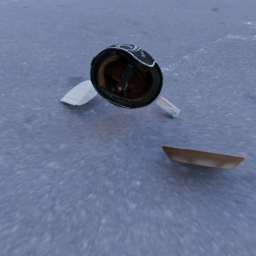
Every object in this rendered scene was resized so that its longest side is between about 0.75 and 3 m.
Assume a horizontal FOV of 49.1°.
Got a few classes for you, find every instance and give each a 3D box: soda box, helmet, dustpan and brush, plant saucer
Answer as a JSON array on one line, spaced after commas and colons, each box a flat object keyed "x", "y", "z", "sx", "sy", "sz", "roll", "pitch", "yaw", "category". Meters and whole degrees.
[{"x": 1.315, "y": -0.689, "z": 9.177, "sx": 0.799, "sy": 0.273, "sz": 0.254, "roll": 40, "pitch": 18, "yaw": 17, "category": "soda box"}, {"x": -0.012, "y": -1.486, "z": 8.152, "sx": 1.970, "sy": 1.970, "sz": 1.878, "roll": 16, "pitch": 12, "yaw": 21, "category": "helmet"}, {"x": -1.327, "y": -1.384, "z": 9.912, "sx": 1.948, "sy": 0.557, "sz": 1.359, "roll": -49, "pitch": 34, "yaw": -15, "category": "dustpan and brush"}, {"x": 1.737, "y": 0.718, "z": 6.680, "sx": 1.939, "sy": 0.355, "sz": 1.939, "roll": 9, "pitch": -4, "yaw": 1, "category": "plant saucer"}]
